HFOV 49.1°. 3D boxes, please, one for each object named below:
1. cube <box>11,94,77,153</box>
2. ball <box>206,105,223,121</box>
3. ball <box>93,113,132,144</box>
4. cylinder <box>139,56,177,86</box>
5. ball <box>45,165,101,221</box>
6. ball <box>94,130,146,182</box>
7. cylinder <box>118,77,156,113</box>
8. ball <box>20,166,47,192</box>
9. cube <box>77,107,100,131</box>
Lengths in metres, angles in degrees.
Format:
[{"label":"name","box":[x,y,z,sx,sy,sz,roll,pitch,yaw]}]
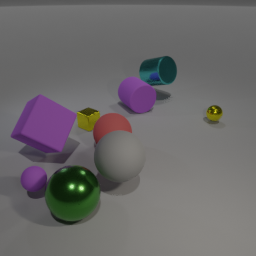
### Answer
[{"label":"cube","box":[-2.803,-0.079,9.319,1.400,1.400,1.400,30,-22,-29]},{"label":"ball","box":[3.732,-0.639,12.089,0.700,0.700,0.700,0,27,0]},{"label":"ball","box":[-0.553,0.157,10.038,1.400,1.400,1.400,0,27,0]},{"label":"cylinder","box":[1.527,-2.874,14.265,1.400,1.400,1.400,-22,17,-36]},{"label":"ball","box":[-1.400,1.647,7.143,1.400,1.400,1.400,0,27,0]},{"label":"ball","box":[-0.222,0.765,7.607,1.400,1.400,1.400,0,27,0]},{"label":"cylinder","box":[0.417,-1.596,13.386,1.400,1.400,1.400,-12,30,-23]},{"label":"ball","box":[-2.575,1.391,7.675,0.700,0.700,0.700,0,27,0]},{"label":"cube","box":[-1.650,-0.372,11.791,0.700,0.700,0.700,20,33,34]}]
